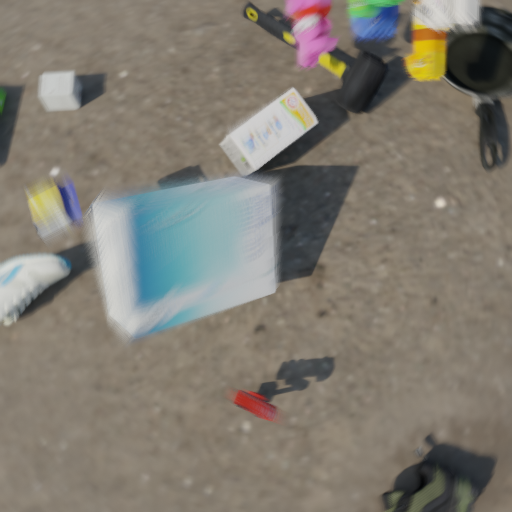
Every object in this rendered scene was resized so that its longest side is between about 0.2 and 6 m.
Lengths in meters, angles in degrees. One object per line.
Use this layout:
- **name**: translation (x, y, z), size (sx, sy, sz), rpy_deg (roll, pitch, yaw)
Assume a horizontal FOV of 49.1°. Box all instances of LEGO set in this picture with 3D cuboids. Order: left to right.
- **LEGO set**: translation (2.412, -3.870, 9.715), size (1.525, 3.997, 1.640), rpy_deg (-12, 107, -34)

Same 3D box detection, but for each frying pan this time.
- **frying pan**: translation (5.055, -3.596, 11.720), size (2.356, 0.634, 3.895), rpy_deg (-14, 72, -4)

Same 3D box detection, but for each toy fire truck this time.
- **toy fire truck**: translation (0.039, 2.442, 9.161), size (1.053, 0.743, 0.257), rpy_deg (11, 77, 49)

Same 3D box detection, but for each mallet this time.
- **mallet**: translation (1.049, -4.175, 11.797), size (3.487, 1.148, 0.718), rpy_deg (32, 32, 18)

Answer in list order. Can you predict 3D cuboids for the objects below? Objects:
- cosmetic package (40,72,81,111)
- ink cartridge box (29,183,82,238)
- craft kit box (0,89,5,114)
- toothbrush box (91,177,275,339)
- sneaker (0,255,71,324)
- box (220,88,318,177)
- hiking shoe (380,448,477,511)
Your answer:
- **cosmetic package**: translation (-4.081, -3.429, 11.694), size (0.659, 0.548, 0.552), rpy_deg (-4, 71, 0)
- **ink cartridge box**: translation (-3.233, -0.764, 8.994), size (0.749, 0.176, 0.741), rpy_deg (-27, 63, 8)
- **craft kit box**: translation (-6.348, -2.633, 11.489), size (1.923, 0.472, 1.947), rpy_deg (3, 71, -2)
- **toothbrush box**: translation (-1.088, -0.090, 9.164), size (2.697, 1.150, 1.975), rpy_deg (-16, 113, -30)
- **sneaker**: translation (-4.415, 0.673, 10.122), size (2.345, 0.897, 0.947), rpy_deg (-21, 75, 1)
- **box**: translation (0.245, -2.406, 11.013), size (1.642, 0.924, 0.832), rpy_deg (-39, 98, -12)
- **hiking shoe**: translation (2.406, 4.368, 8.836), size (1.256, 0.945, 2.495), rpy_deg (31, 64, 19)
